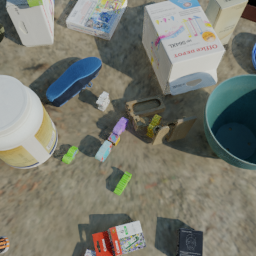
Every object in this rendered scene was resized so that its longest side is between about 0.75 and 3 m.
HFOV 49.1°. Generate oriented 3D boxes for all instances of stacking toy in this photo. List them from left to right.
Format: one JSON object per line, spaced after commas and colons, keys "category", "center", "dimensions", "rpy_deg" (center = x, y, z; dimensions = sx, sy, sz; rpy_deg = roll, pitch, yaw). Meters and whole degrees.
{"category": "stacking toy", "center": [-0.499, 0.373, 9.029], "dimensions": [2.169, 0.676, 2.877], "rpy_deg": [27, 69, 11]}

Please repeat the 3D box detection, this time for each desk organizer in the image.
{"category": "desk organizer", "center": [5.457, -4.642, 11.271], "dimensions": [1.667, 0.642, 0.598], "rpy_deg": [25, 68, 11]}

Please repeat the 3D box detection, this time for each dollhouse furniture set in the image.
{"category": "dollhouse furniture set", "center": [0.967, -0.513, 8.954], "dimensions": [1.594, 1.366, 1.676], "rpy_deg": [-14, 66, -13]}

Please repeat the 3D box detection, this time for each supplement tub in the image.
{"category": "supplement tub", "center": [-3.273, -0.079, 8.088], "dimensions": [1.968, 2.725, 1.968], "rpy_deg": [0, 66, 0]}

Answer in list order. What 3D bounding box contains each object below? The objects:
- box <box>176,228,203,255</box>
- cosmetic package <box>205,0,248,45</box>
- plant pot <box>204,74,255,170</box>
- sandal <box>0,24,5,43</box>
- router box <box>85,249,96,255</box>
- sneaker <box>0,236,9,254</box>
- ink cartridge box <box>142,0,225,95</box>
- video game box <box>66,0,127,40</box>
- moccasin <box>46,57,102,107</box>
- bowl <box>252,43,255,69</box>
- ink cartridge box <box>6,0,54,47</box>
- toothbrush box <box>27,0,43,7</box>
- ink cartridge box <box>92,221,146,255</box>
{"category": "box", "center": [1.713, 3.308, 7.817], "dimensions": [0.657, 0.474, 0.885], "rpy_deg": [7, 66, 3]}
{"category": "cosmetic package", "center": [3.336, -3.879, 10.155], "dimensions": [1.072, 2.071, 0.757], "rpy_deg": [-22, 67, -9]}
{"category": "plant pot", "center": [3.537, 0.075, 8.476], "dimensions": [2.797, 1.883, 2.797], "rpy_deg": [0, 66, 1]}
{"category": "sandal", "center": [-3.664, -2.271, 7.129], "dimensions": [0.372, 0.518, 1.304], "rpy_deg": [30, 59, 10]}
{"category": "router box", "center": [-0.778, 3.984, 7.629], "dimensions": [1.093, 0.267, 0.981], "rpy_deg": [17, 67, 7]}
{"category": "sneaker", "center": [-3.237, 2.692, 6.049], "dimensions": [1.230, 0.689, 0.477], "rpy_deg": [-34, 68, 17]}
{"category": "ink cartridge box", "center": [1.863, -2.719, 9.748], "dimensions": [1.888, 1.839, 2.937], "rpy_deg": [-16, 66, -7]}
{"category": "video game box", "center": [-1.235, -4.669, 11.381], "dimensions": [1.857, 0.477, 2.038], "rpy_deg": [18, 67, 10]}
{"category": "moccasin", "center": [-1.883, -1.651, 9.887], "dimensions": [2.326, 0.793, 0.936], "rpy_deg": [-39, 64, -17]}
{"category": "bowl", "center": [5.592, -2.629, 10.319], "dimensions": [1.993, 0.391, 1.993], "rpy_deg": [-2, 75, 8]}
{"category": "ink cartridge box", "center": [-3.579, -4.829, 10.588], "dimensions": [1.188, 2.028, 2.807], "rpy_deg": [-4, 66, -2]}
{"category": "toothbrush box", "center": [-2.937, -4.314, 8.408], "dimensions": [0.449, 1.044, 0.760], "rpy_deg": [-12, 76, -7]}
{"category": "ink cartridge box", "center": [-0.242, 3.124, 7.789], "dimensions": [1.361, 0.343, 0.742], "rpy_deg": [-7, 65, -22]}
